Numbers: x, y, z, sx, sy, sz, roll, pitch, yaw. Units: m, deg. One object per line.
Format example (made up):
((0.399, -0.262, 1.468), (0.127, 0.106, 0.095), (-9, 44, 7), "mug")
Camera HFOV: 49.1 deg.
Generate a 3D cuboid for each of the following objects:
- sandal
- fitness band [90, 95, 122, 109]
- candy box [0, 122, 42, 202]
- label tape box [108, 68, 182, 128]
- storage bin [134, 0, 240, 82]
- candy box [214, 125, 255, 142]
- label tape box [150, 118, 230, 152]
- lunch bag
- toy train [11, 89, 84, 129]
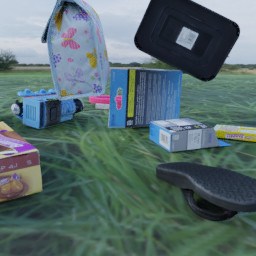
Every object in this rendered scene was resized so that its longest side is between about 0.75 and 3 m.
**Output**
((1.299, 1.032, 4.631), (1.013, 0.645, 2.695), (-4, 2, -14), "sandal")
((-0.539, -1.360, 14.337), (2.944, 0.551, 2.114), (5, 14, 17), "fitness band")
((-3.055, 0.608, 5.616), (1.744, 0.844, 2.990), (-10, 15, -33), "candy box")
((0.507, -1.082, 9.892), (2.762, 1.979, 0.913), (-3, 14, -23), "label tape box")
((1.676, -2.717, 8.301), (2.616, 1.769, 1.227), (26, 21, 0), "storage bin")
((3.698, 0.180, 8.521), (2.123, 0.280, 1.085), (6, 15, 25), "candy box")
((1.760, 0.139, 8.031), (1.910, 0.604, 1.377), (-5, 15, -19), "label tape box")
((-1.589, -2.585, 8.791), (1.832, 2.882, 2.444), (-5, 22, 1), "lunch bag")
((-2.948, -0.805, 10.797), (1.669, 1.266, 2.921), (17, 18, 26), "toy train")
